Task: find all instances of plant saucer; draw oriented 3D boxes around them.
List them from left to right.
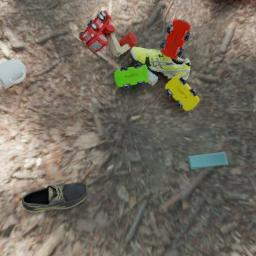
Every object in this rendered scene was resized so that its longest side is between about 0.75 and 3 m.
[{"bbox_3d":[2.387,0.960,8.351,1.155,0.110,0.404,-6,67,-4],"label":"plant saucer"}]

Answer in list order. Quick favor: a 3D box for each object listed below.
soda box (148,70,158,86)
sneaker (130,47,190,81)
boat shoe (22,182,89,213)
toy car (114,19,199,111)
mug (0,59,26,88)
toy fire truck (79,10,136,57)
[{"bbox_3d":[0.626,-1.788,9.443,0.784,0.250,0.267,41,73,16],"label":"soda box"},{"bbox_3d":[1.102,-2.297,9.269,2.100,0.802,0.792,22,49,5],"label":"sneaker"},{"bbox_3d":[-1.982,1.890,7.637,1.827,0.670,0.681,-15,68,-6],"label":"boat shoe"},{"bbox_3d":[0.852,-1.819,8.956,2.584,0.612,2.746,-7,102,16],"label":"toy car"},{"bbox_3d":[-3.755,-1.768,9.142,0.875,0.737,0.998,-39,58,-22],"label":"mug"},{"bbox_3d":[-0.554,-2.820,8.848,1.578,0.545,2.237,46,36,-23],"label":"toy fire truck"}]
